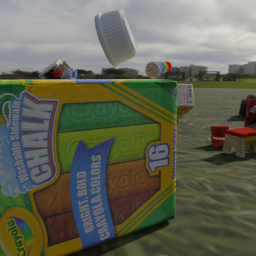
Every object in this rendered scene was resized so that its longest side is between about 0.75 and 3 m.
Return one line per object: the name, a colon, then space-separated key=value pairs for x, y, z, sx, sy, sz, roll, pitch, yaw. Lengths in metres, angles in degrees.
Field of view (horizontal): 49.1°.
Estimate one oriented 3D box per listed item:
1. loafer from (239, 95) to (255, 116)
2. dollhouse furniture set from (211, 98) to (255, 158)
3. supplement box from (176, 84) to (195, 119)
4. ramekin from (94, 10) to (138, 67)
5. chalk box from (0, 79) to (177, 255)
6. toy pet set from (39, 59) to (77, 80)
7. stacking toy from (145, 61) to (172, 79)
loafer: x=5.976 y=-0.942 z=13.264 sx=0.948 sy=0.970 sz=2.659 roll=18 pitch=23 yaw=29
dollhouse furniture set: x=3.457 y=-0.143 z=7.625 sx=2.944 sy=1.197 sz=1.584 roll=-6 pitch=12 yaw=-29
supplement box: x=1.110 y=-1.040 z=11.309 sx=2.649 sy=0.974 sz=1.670 roll=0 pitch=-17 yaw=-11
ramekin: x=-0.389 y=-3.637 z=11.173 sx=1.117 sy=2.129 sz=2.129 roll=-17 pitch=7 yaw=13
chalk box: x=-1.080 y=0.317 z=3.413 sx=2.944 sy=1.831 sz=1.822 roll=-8 pitch=12 yaw=-32
toy pet set: x=-2.968 y=-1.391 z=10.829 sx=2.727 sy=1.448 sz=2.546 roll=-27 pitch=27 yaw=18
stacking toy: x=1.316 y=-2.378 z=11.196 sx=0.646 sy=0.646 sz=1.514 roll=7 pitch=19 yaw=33
